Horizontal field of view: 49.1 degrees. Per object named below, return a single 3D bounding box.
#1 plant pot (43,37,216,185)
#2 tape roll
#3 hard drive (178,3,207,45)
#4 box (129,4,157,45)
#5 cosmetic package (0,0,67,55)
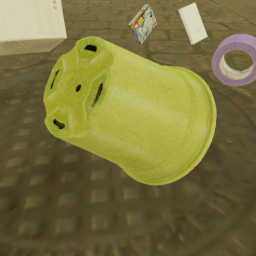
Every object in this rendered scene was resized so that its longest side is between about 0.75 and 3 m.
[{"bbox_3d":[-0.067,-0.233,3.235,1.486,1.616,1.616,21,12,-45],"label":"plant pot"},{"bbox_3d":[1.838,-1.124,4.677,0.796,0.796,0.338,16,44,23],"label":"tape roll"},{"bbox_3d":[1.432,-2.293,6.164,0.515,0.780,0.099,-33,16,-29],"label":"hard drive"},{"bbox_3d":[0.361,-2.437,6.585,0.159,0.545,0.796,16,61,36],"label":"box"},{"bbox_3d":[-1.790,-1.655,4.732,1.071,0.657,2.595,-12,14,-19],"label":"cosmetic package"}]
